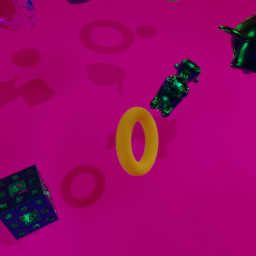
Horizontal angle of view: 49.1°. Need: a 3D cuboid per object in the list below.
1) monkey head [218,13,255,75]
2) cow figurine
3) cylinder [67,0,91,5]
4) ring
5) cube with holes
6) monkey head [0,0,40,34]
[{"bbox_3d":[2.650,-1.534,5.224,1.932,1.164,1.390,-8,30,-10],"label":"monkey head"},{"bbox_3d":[1.134,-0.963,6.639,0.751,1.369,1.347,37,26,2],"label":"cow figurine"},{"bbox_3d":[-1.027,-3.199,5.767,0.904,0.904,0.904,-25,94,-15],"label":"cylinder"},{"bbox_3d":[0.198,0.246,5.162,0.254,1.269,1.269,-2,53,33],"label":"ring"},{"bbox_3d":[-2.011,1.447,5.539,0.869,0.869,0.869,-23,41,-14],"label":"cube with holes"},{"bbox_3d":[-2.642,-2.859,6.329,1.769,1.273,1.066,-26,66,-35],"label":"monkey head"}]
